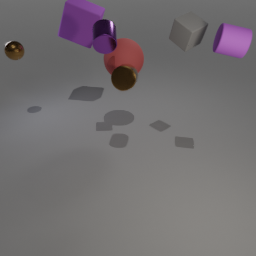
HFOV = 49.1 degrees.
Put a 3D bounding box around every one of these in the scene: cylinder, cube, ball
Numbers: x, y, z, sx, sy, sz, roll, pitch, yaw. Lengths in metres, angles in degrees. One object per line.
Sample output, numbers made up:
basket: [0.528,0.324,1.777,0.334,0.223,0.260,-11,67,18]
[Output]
cylinder: [-0.676,-2.632,8.081,0.700,0.700,0.700,-2,57,-4]
cube: [1.714,-2.753,7.988,0.700,0.700,0.700,-33,67,-26]
cube: [-1.880,-4.334,11.437,1.400,1.400,1.400,20,33,-9]
cylinder: [-0.085,-1.457,8.015,0.700,0.700,0.700,4,18,6]
cylinder: [2.521,-2.117,6.806,0.700,0.700,0.700,13,30,0]
ball: [-0.146,-2.398,9.758,1.400,1.400,1.400,0,29,0]
ball: [-4.206,-2.869,10.381,0.700,0.700,0.700,0,29,0]
